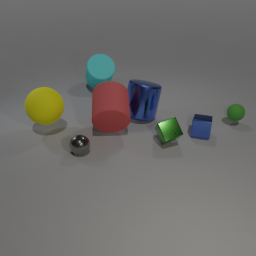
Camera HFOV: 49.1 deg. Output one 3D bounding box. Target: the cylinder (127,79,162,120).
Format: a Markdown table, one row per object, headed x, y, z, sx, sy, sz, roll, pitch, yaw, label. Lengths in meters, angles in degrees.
| x | y | z | sx | sy | sz | roll | pitch | yaw | label |
| --- | --- | --- | --- | --- | --- | --- | --- | --- | --- |
| 0.604 | -1.200 | 11.786 | 1.400 | 1.400 | 1.400 | 10 | 19 | -3 | cylinder |

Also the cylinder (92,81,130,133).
| x | y | z | sx | sy | sz | roll | pitch | yaw | label |
| --- | --- | --- | --- | --- | --- | --- | --- | --- | --- |
| -0.645 | -0.776 | 10.486 | 1.400 | 1.400 | 1.400 | -2 | 54 | -3 | cylinder |

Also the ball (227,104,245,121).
| x | y | z | sx | sy | sz | roll | pitch | yaw | label |
| --- | --- | --- | --- | --- | --- | --- | --- | --- | --- |
| 4.366 | -0.630 | 11.332 | 0.700 | 0.700 | 0.700 | 0 | 29 | 0 | ball |

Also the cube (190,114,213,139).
| x | y | z | sx | sy | sz | roll | pitch | yaw | label |
| --- | --- | --- | --- | --- | --- | --- | --- | --- | --- |
| 2.805 | -0.067 | 10.655 | 0.700 | 0.700 | 0.700 | 9 | 24 | 16 | cube |

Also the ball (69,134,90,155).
| x | y | z | sx | sy | sz | roll | pitch | yaw | label |
| --- | --- | --- | --- | --- | --- | --- | --- | --- | --- |
| -1.644 | 0.570 | 9.549 | 0.700 | 0.700 | 0.700 | 0 | 29 | 0 | ball |

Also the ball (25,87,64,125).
| x | y | z | sx | sy | sz | roll | pitch | yaw | label |
| --- | --- | --- | --- | --- | --- | --- | --- | --- | --- |
| -3.099 | -0.814 | 10.434 | 1.400 | 1.400 | 1.400 | 0 | 29 | 0 | ball |

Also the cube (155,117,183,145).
| x | y | z | sx | sy | sz | roll | pitch | yaw | label |
| --- | --- | --- | --- | --- | --- | --- | --- | --- | --- |
| 1.445 | 0.111 | 9.994 | 0.700 | 0.700 | 0.700 | -21 | -11 | -8 | cube |

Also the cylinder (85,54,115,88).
| x | y | z | sx | sy | sz | roll | pitch | yaw | label |
| --- | --- | --- | --- | --- | --- | --- | --- | --- | --- |
| -1.455 | -2.868 | 14.429 | 1.400 | 1.400 | 1.400 | -8 | -12 | -14 | cylinder |
